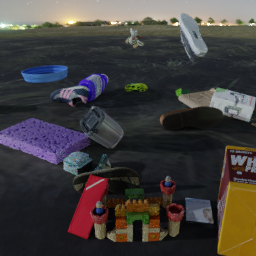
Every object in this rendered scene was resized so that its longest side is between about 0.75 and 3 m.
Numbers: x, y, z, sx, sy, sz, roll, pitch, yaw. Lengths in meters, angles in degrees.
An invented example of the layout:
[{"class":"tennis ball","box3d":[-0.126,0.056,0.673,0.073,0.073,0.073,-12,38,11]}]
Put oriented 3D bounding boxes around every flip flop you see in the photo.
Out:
[{"class":"flip flop","box3d":[-0.550,1.371,7.366,1.763,0.715,0.507,-6,9,0]}]

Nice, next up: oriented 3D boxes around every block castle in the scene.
[{"class":"block castle","box3d":[0.171,1.687,6.189,1.930,0.906,1.290,-1,24,-2]}]

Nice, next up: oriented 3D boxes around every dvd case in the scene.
[{"class":"dvd case","box3d":[1.681,1.956,6.612,0.620,0.076,0.869,4,24,9]}]

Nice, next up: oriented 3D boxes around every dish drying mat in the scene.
[{"class":"dish drying mat","box3d":[-0.865,1.694,6.154,0.507,0.120,1.319,11,65,22]}]

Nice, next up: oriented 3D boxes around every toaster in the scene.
[{"class":"toaster","box3d":[-0.869,0.001,9.557,1.097,0.965,1.699,36,3,-29]}]

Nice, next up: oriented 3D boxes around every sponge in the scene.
[{"class":"sponge","box3d":[-2.969,0.375,9.811,2.926,0.436,1.632,15,29,28]}]

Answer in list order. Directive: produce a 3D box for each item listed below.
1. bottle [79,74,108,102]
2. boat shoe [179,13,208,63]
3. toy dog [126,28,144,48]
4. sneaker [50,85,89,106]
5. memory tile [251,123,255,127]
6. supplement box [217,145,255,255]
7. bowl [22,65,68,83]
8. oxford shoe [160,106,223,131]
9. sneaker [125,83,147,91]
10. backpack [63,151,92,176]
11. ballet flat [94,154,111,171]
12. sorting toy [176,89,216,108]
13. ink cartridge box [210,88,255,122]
[{"class":"bottle","box3d":[-1.779,-2.306,15.109,0.888,1.136,2.720,8,24,13]},{"class":"boat shoe","box3d":[2.544,-3.736,11.630,0.851,0.804,2.371,-2,61,-27]},{"class":"toy dog","box3d":[0.321,-3.810,11.718,0.763,0.557,1.156,39,-10,-21]},{"class":"sneaker","box3d":[-2.925,-1.449,13.705,2.150,0.882,0.754,-11,-23,23]},{"class":"memory tile","box3d":[5.535,-0.107,11.372,0.844,0.071,0.647,-6,24,-13]},{"class":"supplement box","box3d":[2.500,1.483,5.754,1.094,1.625,1.647,6,24,14]},{"class":"bowl","box3d":[-2.962,-1.945,10.070,1.597,0.314,1.597,-2,23,1]},{"class":"oxford shoe","box3d":[2.527,-0.488,11.281,2.559,0.913,0.912,-4,18,-6]},{"class":"sneaker","box3d":[0.477,-2.396,16.133,1.282,0.475,0.536,2,28,6]},{"class":"backpack","box3d":[-1.508,1.025,8.201,0.766,0.576,0.680,8,24,31]},{"class":"ballet flat","box3d":[-0.716,1.172,8.141,0.440,0.440,1.186,5,26,11]},{"class":"sorting toy","box3d":[3.686,-1.498,14.125,2.123,0.423,2.873,-14,30,-19]},{"class":"ink cartridge box","box3d":[4.593,-1.047,12.291,1.742,0.732,1.267,18,34,18]}]
